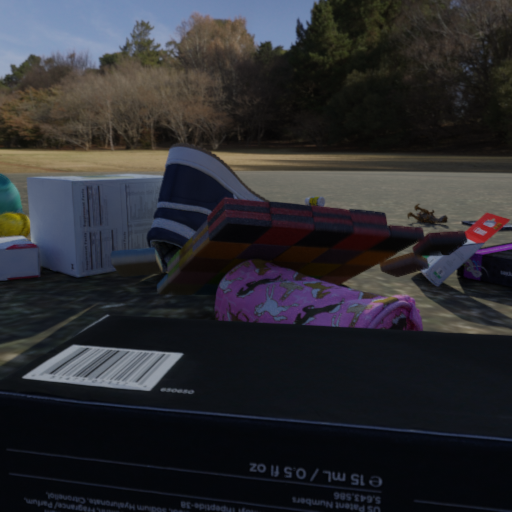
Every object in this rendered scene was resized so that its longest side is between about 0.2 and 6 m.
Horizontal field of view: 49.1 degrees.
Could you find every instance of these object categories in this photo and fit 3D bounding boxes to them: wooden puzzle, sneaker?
[{"bbox_3d":[0.259,0.017,5.386,3.227,0.227,1.913,3,-21,-25],"label":"wooden puzzle"},{"bbox_3d":[-0.464,-0.234,8.206,1.026,1.587,2.926,4,-20,36],"label":"sneaker"}]

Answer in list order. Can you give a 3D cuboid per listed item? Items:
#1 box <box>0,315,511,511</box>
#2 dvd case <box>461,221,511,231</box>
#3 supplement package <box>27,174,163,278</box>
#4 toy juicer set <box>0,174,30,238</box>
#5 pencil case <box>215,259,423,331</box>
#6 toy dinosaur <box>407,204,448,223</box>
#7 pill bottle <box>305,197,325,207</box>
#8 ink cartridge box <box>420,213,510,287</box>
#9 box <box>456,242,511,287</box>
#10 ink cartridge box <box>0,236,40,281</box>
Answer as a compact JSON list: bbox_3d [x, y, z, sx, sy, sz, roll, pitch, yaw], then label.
[{"bbox_3d":[0.309,0.832,1.398,1.705,1.203,0.672,2,9,11],"label":"box"},{"bbox_3d":[5.301,-0.692,12.570,0.870,0.093,1.170,-2,11,-10],"label":"dvd case"},{"bbox_3d":[-2.248,-0.534,8.367,1.329,1.319,1.751,10,14,42],"label":"supplement package"},{"bbox_3d":[-4.746,-0.849,9.865,3.092,0.841,1.967,14,30,-35],"label":"toy juicer set"},{"bbox_3d":[0.400,0.515,4.306,0.807,0.772,1.865,-4,10,-35],"label":"pencil case"},{"bbox_3d":[4.008,-0.945,13.454,0.761,0.433,1.433,23,8,-20],"label":"toy dinosaur"},{"bbox_3d":[1.773,-1.635,16.992,0.327,0.327,0.588,-10,13,-44],"label":"pill bottle"},{"bbox_3d":[2.620,-0.184,7.332,0.300,1.198,0.964,43,11,-3],"label":"ink cartridge box"},{"bbox_3d":[3.991,0.186,7.050,1.629,0.411,2.278,-8,12,-33],"label":"box"},{"bbox_3d":[-3.485,0.030,7.697,0.795,0.461,1.077,-6,10,-31],"label":"ink cartridge box"}]
